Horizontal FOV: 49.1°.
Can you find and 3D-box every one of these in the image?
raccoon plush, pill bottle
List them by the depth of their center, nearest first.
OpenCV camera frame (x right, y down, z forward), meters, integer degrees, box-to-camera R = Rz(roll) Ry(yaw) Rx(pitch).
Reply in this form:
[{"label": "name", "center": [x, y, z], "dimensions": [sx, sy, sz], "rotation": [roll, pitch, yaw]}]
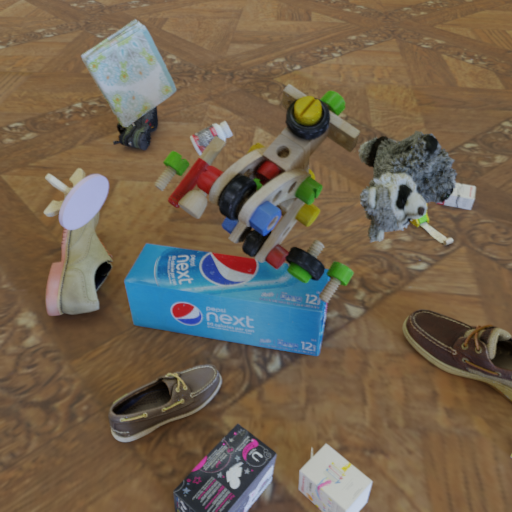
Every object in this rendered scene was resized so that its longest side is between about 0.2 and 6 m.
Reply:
[{"label": "raccoon plush", "center": [1.617, -0.859, 7.340], "dimensions": [1.352, 0.976, 2.018], "rotation": [-33, 16, -12]}, {"label": "pill bottle", "center": [-0.938, -2.501, 11.830], "dimensions": [0.832, 0.460, 0.460], "rotation": [-28, 43, 4]}]

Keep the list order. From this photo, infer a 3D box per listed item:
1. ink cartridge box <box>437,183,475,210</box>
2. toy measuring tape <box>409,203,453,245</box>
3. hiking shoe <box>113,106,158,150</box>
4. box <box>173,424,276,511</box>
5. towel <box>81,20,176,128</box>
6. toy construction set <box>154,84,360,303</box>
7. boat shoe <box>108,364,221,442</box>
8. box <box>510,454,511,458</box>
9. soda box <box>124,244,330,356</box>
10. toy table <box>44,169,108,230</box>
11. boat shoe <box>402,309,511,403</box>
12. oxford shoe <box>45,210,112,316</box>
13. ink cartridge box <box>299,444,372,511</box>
[{"label": "ink cartridge box", "center": [4.570, -1.392, 12.820], "dimensions": [0.779, 0.323, 0.572], "rotation": [13, 43, 15]}, {"label": "toy measuring tape", "center": [3.598, -0.928, 12.083], "dimensions": [0.642, 0.642, 1.745], "rotation": [-20, 45, -22]}, {"label": "hiking shoe", "center": [-3.217, -3.578, 15.018], "dimensions": [0.978, 0.736, 1.943], "rotation": [6, 42, 1]}, {"label": "box", "center": [-0.390, 3.028, 7.352], "dimensions": [0.720, 0.829, 1.254], "rotation": [32, 49, 26]}, {"label": "towel", "center": [-2.454, -3.558, 10.976], "dimensions": [1.385, 1.618, 0.390], "rotation": [-38, 41, -13]}, {"label": "toy construction set", "center": [0.188, -1.351, 8.539], "dimensions": [3.153, 2.630, 2.423], "rotation": [28, 80, 38]}, {"label": "boat shoe", "center": [-1.360, 2.141, 8.576], "dimensions": [1.875, 0.558, 0.674], "rotation": [-23, 46, -24]}, {"label": "box", "center": [4.205, 2.709, 8.047], "dimensions": [0.724, 0.398, 0.824], "rotation": [28, 49, 28]}, {"label": "soda box", "center": [-0.462, 0.729, 9.749], "dimensions": [3.361, 1.140, 1.078], "rotation": [8, 42, 9]}, {"label": "toy table", "center": [-3.086, -1.003, 9.534], "dimensions": [0.627, 0.983, 1.070], "rotation": [27, 63, 27]}, {"label": "boat shoe", "center": [3.726, 1.489, 8.978], "dimensions": [2.807, 1.010, 1.012], "rotation": [31, 50, 31]}, {"label": "oxford shoe", "center": [-3.248, 0.033, 10.817], "dimensions": [1.025, 0.983, 2.777], "rotation": [4, 50, -6]}, {"label": "ink cartridge box", "center": [1.000, 3.050, 7.521], "dimensions": [0.901, 0.579, 0.564], "rotation": [32, 51, 33]}]
